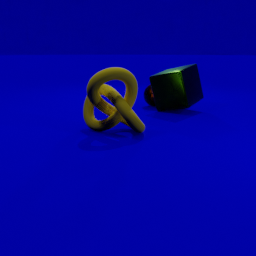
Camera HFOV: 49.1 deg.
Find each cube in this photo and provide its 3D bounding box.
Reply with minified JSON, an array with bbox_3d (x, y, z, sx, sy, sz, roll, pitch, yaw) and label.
[{"bbox_3d":[1.748,-1.439,10.024,1.299,1.299,1.299,-3,18,41],"label":"cube"}]

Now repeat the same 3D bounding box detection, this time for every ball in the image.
[{"bbox_3d":[1.053,-1.284,10.908,0.906,0.906,0.906,0,16,0],"label":"ball"}]

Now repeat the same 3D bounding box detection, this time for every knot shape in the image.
[{"bbox_3d":[-0.519,-0.595,7.534,1.872,2.001,0.925,-9,29,38],"label":"knot shape"}]
